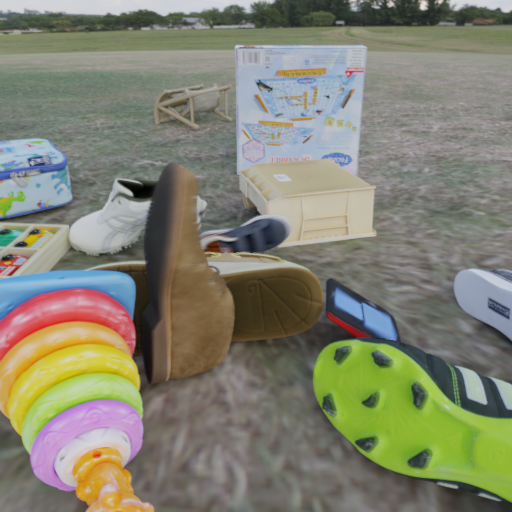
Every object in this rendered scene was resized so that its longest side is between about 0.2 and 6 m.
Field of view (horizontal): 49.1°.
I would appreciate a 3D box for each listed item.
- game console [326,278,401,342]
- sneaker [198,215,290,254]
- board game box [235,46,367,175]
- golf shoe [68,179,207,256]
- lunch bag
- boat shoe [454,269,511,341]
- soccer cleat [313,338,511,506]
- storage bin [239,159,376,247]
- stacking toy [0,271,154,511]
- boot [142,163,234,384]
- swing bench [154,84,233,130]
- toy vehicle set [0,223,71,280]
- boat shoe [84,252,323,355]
[{"bbox_3d":[1.231,0.699,6.499,0.970,0.170,1.097,35,18,-5],"label":"game console"},{"bbox_3d":[-0.197,-0.184,8.511,1.501,0.589,0.596,-15,23,7],"label":"sneaker"},{"bbox_3d":[0.939,-3.222,12.539,2.805,2.798,0.577,1,24,1],"label":"board game box"},{"bbox_3d":[-1.995,-0.746,8.577,2.404,1.169,0.941,-12,45,18],"label":"golf shoe"},{"bbox_3d":[-4.881,-1.582,11.084,2.107,1.081,2.621,-14,27,-22],"label":"lunch bag"},{"bbox_3d":[3.282,0.693,6.519,0.757,0.801,2.233,-8,19,-15],"label":"boat shoe"},{"bbox_3d":[1.864,1.465,4.691,3.129,1.056,1.268,13,-5,44],"label":"soccer cleat"},{"bbox_3d":[0.851,-1.003,9.991,1.928,0.910,1.942,-7,26,-14],"label":"storage bin"},{"bbox_3d":[-1.435,1.347,4.676,1.477,1.396,2.544,-4,34,-31],"label":"stacking toy"},{"bbox_3d":[-0.679,0.188,5.732,0.869,2.304,0.848,-2,21,-20],"label":"boot"},{"bbox_3d":[-2.035,-4.877,18.071,1.859,1.206,1.849,16,29,32],"label":"swing bench"},{"bbox_3d":[-4.012,0.231,7.908,1.795,0.383,2.889,1,25,3],"label":"toy vehicle set"},{"bbox_3d":[-0.747,0.511,6.690,2.991,1.107,0.993,1,11,-1],"label":"boat shoe"}]
